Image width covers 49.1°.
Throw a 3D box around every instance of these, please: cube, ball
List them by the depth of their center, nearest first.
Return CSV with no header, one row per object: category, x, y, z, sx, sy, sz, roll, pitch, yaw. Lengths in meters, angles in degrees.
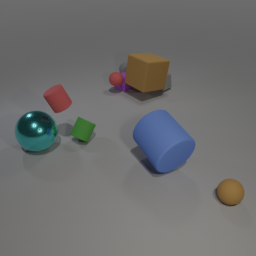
ball,2.772,1.720,7.567,0.700,0.700,0.700,0,31,0
ball,-3.100,0.106,9.513,1.400,1.400,1.400,0,31,0
cube,0.876,-2.608,13.045,1.400,1.400,1.400,-15,35,-37
ball,-0.572,-2.356,13.501,0.700,0.700,0.700,0,31,0
cube,1.695,-2.332,14.085,0.700,0.700,0.700,17,34,42
cube,-0.193,-2.349,14.206,0.700,0.700,0.700,24,39,34

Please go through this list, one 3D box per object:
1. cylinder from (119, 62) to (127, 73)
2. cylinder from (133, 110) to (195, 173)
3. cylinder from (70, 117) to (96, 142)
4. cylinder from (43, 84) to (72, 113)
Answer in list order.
cylinder,-0.075,-3.082,15.040,0.700,0.700,0.700,-7,31,-12
cylinder,1.074,0.392,8.536,1.400,1.400,1.400,-17,49,-26
cylinder,-1.610,0.049,10.048,0.700,0.700,0.700,25,-2,1
cylinder,-2.321,-0.971,9.258,0.700,0.700,0.700,-21,31,13
